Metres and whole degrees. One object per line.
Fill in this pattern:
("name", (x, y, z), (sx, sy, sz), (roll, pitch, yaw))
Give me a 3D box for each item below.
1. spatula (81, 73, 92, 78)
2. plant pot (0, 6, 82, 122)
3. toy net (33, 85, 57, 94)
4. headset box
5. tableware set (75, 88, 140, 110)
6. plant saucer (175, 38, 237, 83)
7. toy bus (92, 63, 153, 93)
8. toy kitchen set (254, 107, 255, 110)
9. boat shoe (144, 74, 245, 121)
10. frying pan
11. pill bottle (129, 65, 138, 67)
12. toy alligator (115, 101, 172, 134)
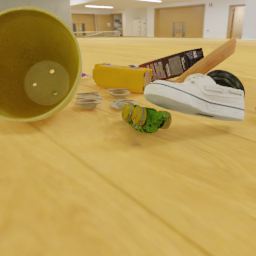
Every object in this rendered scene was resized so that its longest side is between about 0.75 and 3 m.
("spatula", (-1.721, -2.487, 13.236), (0.750, 0.273, 2.653), (16, 23, 41))
("plant pot", (-2.572, -1.496, 7.868), (2.907, 2.907, 2.064), (0, -6, 1))
("toy net", (-3.422, -1.277, 10.026), (2.176, 0.420, 1.142), (-18, 30, -34))
("headset box", (1.775, -2.573, 11.857), (2.439, 0.942, 1.815), (-9, 11, 38))
("tableware set", (-0.746, -0.994, 9.407), (1.977, 0.275, 2.367), (-3, 22, -8))
("plant saucer", (3.141, -2.504, 11.174), (2.793, 0.523, 2.793), (-35, 0, 0))
("toy bus", (-0.340, -2.015, 11.143), (2.711, 0.882, 1.061), (14, 22, 30))
("toy kitchen set", (4.872, -0.415, 7.356), (1.887, 1.702, 1.539), (-41, 20, 5))
("boat shoe", (1.637, -0.810, 6.643), (2.852, 0.932, 1.049), (11, -5, -32))
("frying pan", (2.851, -0.927, 8.923), (1.431, 0.385, 2.366), (32, 64, 6))
("pill bottle", (0.082, -2.366, 12.291), (0.753, 0.753, 1.355), (12, 23, 28))
("toy alligator", (0.256, -0.260, 7.143), (0.870, 0.631, 2.625), (8, 6, -23))
